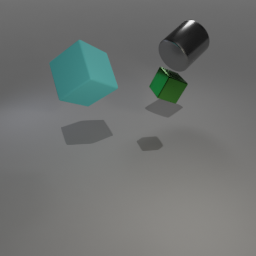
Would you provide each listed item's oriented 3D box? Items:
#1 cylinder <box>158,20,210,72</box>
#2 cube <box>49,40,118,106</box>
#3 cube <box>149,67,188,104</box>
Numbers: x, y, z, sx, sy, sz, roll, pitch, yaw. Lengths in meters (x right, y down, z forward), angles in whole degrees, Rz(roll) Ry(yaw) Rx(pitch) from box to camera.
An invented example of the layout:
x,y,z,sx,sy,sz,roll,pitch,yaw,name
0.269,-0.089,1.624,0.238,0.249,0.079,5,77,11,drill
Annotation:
x,y,z,sx,sy,sz,roll,pitch,yaw,name
2.121,-3.107,10.652,1.400,1.400,1.400,-44,46,-19,cylinder
-1.416,-1.687,9.010,1.400,1.400,1.400,-27,-18,28,cube
1.165,-1.244,8.164,0.700,0.700,0.700,13,31,-29,cube
